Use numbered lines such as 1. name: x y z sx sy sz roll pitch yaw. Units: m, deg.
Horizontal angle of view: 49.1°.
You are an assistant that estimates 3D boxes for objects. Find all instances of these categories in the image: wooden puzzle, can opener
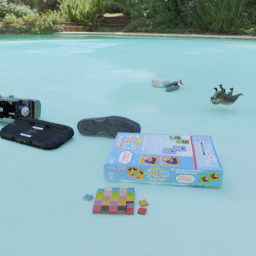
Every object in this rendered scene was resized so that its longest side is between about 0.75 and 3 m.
1. wooden puzzle: -0.243 1.375 5.358 1.274 0.090 0.756 1 22 2
2. can opener: 2.308 -2.055 13.787 1.599 0.421 0.532 -21 -6 -44

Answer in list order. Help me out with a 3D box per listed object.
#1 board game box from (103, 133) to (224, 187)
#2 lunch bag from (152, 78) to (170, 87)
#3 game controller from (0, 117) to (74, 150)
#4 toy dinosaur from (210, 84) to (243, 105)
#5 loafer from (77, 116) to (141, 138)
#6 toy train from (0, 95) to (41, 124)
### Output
1. board game box: 0.818 0.664 6.657 2.463 0.451 1.863 3 22 7
2. lunch bag: 1.691 -2.330 14.393 0.741 0.356 0.924 20 29 36
3. game controller: -2.691 0.139 8.199 2.204 0.464 1.150 10 38 26
4. toy dinosaur: 3.585 -1.147 10.410 1.565 0.800 0.602 10 -16 -27
5. loafer: -0.525 -0.093 8.335 1.952 0.702 0.615 2 17 14
6. toy train: -4.091 -0.685 9.570 2.270 0.968 1.294 7 9 25
